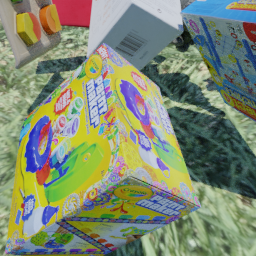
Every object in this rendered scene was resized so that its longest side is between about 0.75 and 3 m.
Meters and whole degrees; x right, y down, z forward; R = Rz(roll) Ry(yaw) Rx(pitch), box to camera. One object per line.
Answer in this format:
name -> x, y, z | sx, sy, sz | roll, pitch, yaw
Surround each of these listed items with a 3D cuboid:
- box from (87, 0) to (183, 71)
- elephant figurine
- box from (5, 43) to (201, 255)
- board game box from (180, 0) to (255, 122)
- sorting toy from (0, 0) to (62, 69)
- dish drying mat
box -> 0.123, -3.264, 7.592 | 1.518, 2.174, 2.855 | 18, 58, -29
elephant figurine -> 2.165, -2.928, 7.447 | 2.331, 1.808, 1.649 | 11, 81, 57
box -> -0.382, 0.341, 3.243 | 1.699, 1.076, 1.764 | -37, 44, 25
board game box -> 2.544, -1.285, 5.723 | 0.794, 2.784, 2.843 | -36, 29, 3
sorting toy -> -2.366, -3.018, 6.871 | 0.469, 2.571, 2.380 | 2, 31, 13
dish drying mat -> -1.821, -3.836, 9.024 | 2.988, 0.272, 1.148 | -2, 89, -18
